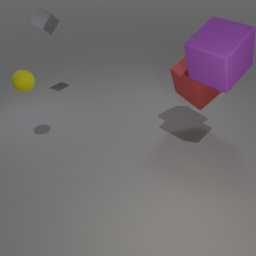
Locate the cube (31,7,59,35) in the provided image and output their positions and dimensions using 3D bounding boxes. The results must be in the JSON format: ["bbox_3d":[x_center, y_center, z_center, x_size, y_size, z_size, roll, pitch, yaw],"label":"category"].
[{"bbox_3d":[-3.459,-4.465,11.721,0.700,0.700,0.700,33,5,15],"label":"cube"}]

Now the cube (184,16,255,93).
[{"bbox_3d":[2.706,-2.169,8.273,1.400,1.400,1.400,33,71,35],"label":"cube"}]

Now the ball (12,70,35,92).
[{"bbox_3d":[-3.386,-1.522,9.068,0.700,0.700,0.700,0,32,0],"label":"ball"}]

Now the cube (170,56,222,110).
[{"bbox_3d":[2.618,-1.818,10.341,1.400,1.400,1.400,-40,55,-7],"label":"cube"}]
